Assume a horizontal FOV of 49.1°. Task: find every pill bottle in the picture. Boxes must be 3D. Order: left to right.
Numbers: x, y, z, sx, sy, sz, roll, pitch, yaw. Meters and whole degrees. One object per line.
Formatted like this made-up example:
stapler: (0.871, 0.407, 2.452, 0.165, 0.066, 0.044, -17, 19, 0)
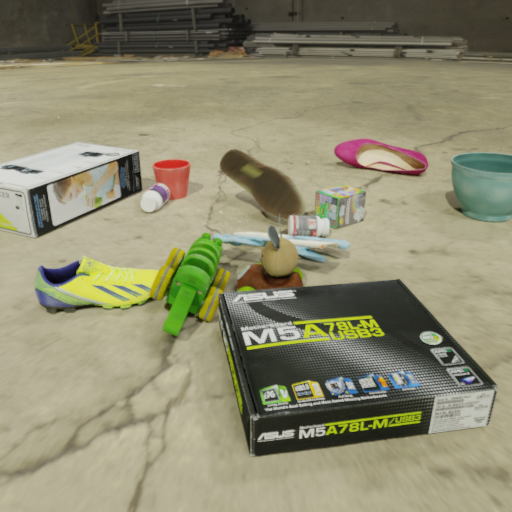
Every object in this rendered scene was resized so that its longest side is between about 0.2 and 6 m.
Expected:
pill bottle: (-2.206, -1.243, 12.143, 0.459, 0.459, 0.823, 4, 25, 9)
pill bottle: (0.991, -0.546, 10.614, 0.736, 0.426, 0.426, 1, 24, -3)

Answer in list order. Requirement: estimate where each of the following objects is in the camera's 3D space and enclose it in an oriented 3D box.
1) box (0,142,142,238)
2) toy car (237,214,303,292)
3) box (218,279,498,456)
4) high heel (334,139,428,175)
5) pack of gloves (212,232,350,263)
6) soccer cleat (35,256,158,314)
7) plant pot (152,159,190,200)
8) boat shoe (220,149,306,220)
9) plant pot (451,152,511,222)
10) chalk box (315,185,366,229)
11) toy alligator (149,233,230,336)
box: (-4.285, -1.551, 12.140, 1.968, 1.014, 3.374, 11, 26, 23)
toy car: (0.217, 0.067, 8.230, 1.005, 1.274, 1.046, 6, 24, 11)
box: (0.979, 1.139, 6.657, 2.619, 0.622, 2.530, -4, 27, -9)
high heel: (3.255, -2.557, 14.671, 2.411, 0.812, 1.157, 15, 15, 1)
pack of gloves: (0.424, -0.118, 9.532, 2.151, 0.424, 1.807, 6, 7, 28)
soccer cleat: (-2.248, 0.359, 8.177, 1.877, 0.785, 0.607, -6, 25, -13)
plant pot: (-1.925, -1.741, 12.861, 0.877, 0.776, 0.877, 1, 25, 0)
boat shoe: (0.254, -1.436, 11.683, 2.287, 0.819, 0.871, 44, 4, 29)
plant pot: (4.882, -1.393, 11.638, 1.716, 1.149, 1.716, -1, 24, 0)
chalk box: (1.606, -0.979, 11.313, 1.062, 0.661, 0.657, -16, 29, -35)
toy alligator: (-0.806, 0.070, 8.393, 0.941, 0.861, 3.172, 25, 25, -4)
